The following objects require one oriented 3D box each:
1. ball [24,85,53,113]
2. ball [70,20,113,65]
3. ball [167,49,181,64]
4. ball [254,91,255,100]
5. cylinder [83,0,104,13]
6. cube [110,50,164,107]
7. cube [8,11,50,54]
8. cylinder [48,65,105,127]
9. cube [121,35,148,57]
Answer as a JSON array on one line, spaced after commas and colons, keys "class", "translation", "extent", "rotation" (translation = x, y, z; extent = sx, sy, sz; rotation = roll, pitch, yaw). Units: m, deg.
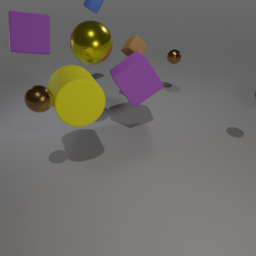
[{"class": "ball", "translation": [-2.253, -0.736, 7.094], "extent": [0.700, 0.700, 0.700], "rotation": [0, 33, 0]}, {"class": "ball", "translation": [-1.198, -2.786, 9.191], "extent": [1.400, 1.400, 1.400], "rotation": [0, 33, 0]}, {"class": "ball", "translation": [2.248, -3.479, 13.672], "extent": [0.700, 0.700, 0.700], "rotation": [0, 33, 0]}, {"class": "ball", "translation": [4.589, -1.095, 9.309], "extent": [0.700, 0.700, 0.700], "rotation": [0, 33, 0]}, {"class": "cylinder", "translation": [-1.498, -5.545, 12.295], "extent": [0.700, 0.700, 0.700], "rotation": [28, 23, -13]}, {"class": "cube", "translation": [0.304, -1.900, 10.686], "extent": [1.400, 1.400, 1.400], "rotation": [-34, 24, 7]}, {"class": "cube", "translation": [-3.744, -3.589, 10.719], "extent": [1.400, 1.400, 1.400], "rotation": [-1, 15, -19]}, {"class": "cylinder", "translation": [-1.514, -0.956, 8.106], "extent": [1.400, 1.400, 1.400], "rotation": [-12, 32, -18]}, {"class": "cube", "translation": [0.269, -3.441, 12.084], "extent": [0.700, 0.700, 0.700], "rotation": [6, 61, 59]}]
